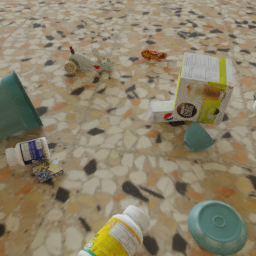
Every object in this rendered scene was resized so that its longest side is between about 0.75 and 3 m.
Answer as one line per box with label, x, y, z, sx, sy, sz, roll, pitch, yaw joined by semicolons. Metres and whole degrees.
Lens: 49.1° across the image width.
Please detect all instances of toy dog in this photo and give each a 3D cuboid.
toy dog;-2.085;-3.646;14.534;2.575;1.240;1.698;-11;45;-11

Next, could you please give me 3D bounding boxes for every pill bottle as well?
pill bottle;-3.610;0.892;10.145;1.401;0.839;0.839;-14;46;-14
pill bottle;-0.299;3.112;7.661;1.120;1.120;1.986;30;52;27

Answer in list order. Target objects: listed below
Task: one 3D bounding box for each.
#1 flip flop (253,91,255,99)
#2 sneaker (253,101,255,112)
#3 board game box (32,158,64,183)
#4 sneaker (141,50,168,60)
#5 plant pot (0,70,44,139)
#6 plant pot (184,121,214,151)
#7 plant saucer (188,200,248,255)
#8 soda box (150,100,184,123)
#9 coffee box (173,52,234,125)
flip flop;6.795;-1.333;12.581;2.145;0.618;0.870;24;49;20
sneaker;6.836;-0.886;11.608;2.834;1.200;1.032;8;62;11
board game box;-2.858;1.516;9.991;0.940;0.163;0.637;-23;49;-22
sneaker;1.462;-4.021;15.555;1.506;0.549;0.581;13;17;15
plant pot;-4.914;-0.658;10.826;2.379;2.430;2.430;-27;50;-15
plant pot;2.568;0.422;10.583;0.768;1.141;1.141;-40;52;-1
plant saucer;2.732;2.892;8.467;1.774;0.319;1.774;0;44;0
soda box;1.994;-0.749;11.976;2.046;0.651;0.697;-4;45;-5
coffee box;2.868;-1.540;10.933;1.903;1.921;1.924;11;45;7
